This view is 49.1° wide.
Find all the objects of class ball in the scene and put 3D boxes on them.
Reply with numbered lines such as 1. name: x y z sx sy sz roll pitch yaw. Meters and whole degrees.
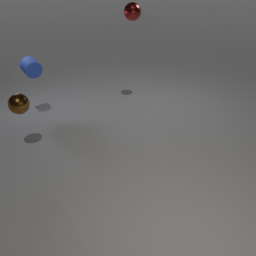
1. ball: 0.181 -4.693 11.294 0.700 0.700 0.700 0 29 0
2. ball: -3.645 -0.804 9.355 0.700 0.700 0.700 0 29 0

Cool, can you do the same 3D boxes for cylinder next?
1. cylinder: -3.936 -2.470 11.403 0.700 0.700 0.700 -20 43 -31
